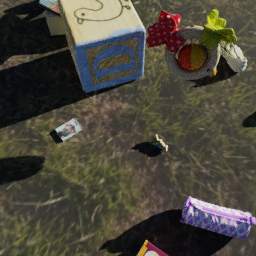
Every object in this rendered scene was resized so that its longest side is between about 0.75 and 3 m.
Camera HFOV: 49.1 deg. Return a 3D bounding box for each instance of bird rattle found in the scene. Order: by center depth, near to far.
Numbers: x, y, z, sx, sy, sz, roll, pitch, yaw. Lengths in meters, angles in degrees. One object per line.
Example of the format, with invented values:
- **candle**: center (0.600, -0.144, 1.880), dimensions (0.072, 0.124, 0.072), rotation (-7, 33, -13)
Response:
- **bird rattle**: center (1.932, -2.537, 8.827), dimensions (2.692, 2.195, 1.517), rotation (-5, 31, 5)

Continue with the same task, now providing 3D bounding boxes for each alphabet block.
- **alphabet block**: center (-0.998, -3.459, 10.951), dimensions (2.659, 2.674, 2.723), rotation (-17, 62, -11)

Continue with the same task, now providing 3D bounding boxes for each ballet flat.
- **ballet flat**: center (4.398, -3.387, 12.016), dimensions (0.813, 0.813, 2.267), rotation (-21, 63, -11)

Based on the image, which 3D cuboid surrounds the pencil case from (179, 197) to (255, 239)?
- **pencil case**: center (2.660, 2.700, 8.555), dimensions (2.073, 0.886, 0.870), rotation (13, 41, 5)

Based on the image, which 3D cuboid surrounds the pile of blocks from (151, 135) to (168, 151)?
- **pile of blocks**: center (1.153, 0.551, 10.162), dimensions (0.757, 0.311, 0.235), rotation (50, 29, 14)

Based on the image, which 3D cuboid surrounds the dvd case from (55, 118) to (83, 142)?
- **dvd case**: center (-2.201, 0.056, 10.475), dimensions (0.853, 0.094, 0.623), rotation (-31, 66, -17)

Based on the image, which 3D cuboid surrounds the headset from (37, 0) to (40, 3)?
- **headset**: center (-3.766, -6.634, 13.694), dimensions (1.206, 0.918, 1.953), rotation (4, 45, 2)

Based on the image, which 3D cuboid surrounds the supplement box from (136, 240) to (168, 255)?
- **supplement box**: center (0.855, 3.938, 8.062), dimensions (1.286, 0.551, 0.710), rotation (30, 65, 16)

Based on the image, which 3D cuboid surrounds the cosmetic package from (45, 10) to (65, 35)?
- **cosmetic package**: center (-2.140, -5.256, 12.849), dimensions (2.979, 1.089, 1.542), rotation (-5, 61, -4)

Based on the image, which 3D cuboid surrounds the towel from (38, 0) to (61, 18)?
- **towel**: center (-2.283, -5.878, 12.402), dimensions (2.089, 0.309, 2.848), rotation (32, 65, 17)
